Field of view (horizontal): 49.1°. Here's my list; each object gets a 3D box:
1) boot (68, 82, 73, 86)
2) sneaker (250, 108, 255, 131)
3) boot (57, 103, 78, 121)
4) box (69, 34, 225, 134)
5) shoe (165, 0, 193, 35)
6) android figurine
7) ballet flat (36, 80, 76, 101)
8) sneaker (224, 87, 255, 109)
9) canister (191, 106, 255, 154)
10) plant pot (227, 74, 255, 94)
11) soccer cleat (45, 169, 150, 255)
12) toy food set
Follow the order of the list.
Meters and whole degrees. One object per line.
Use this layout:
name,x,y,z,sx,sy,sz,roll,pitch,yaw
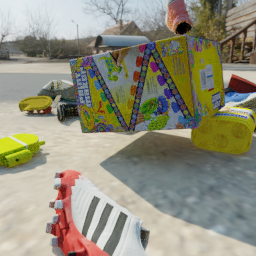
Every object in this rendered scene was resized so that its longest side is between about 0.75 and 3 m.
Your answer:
boot,-1.497,-2.195,14.923,2.326,1.149,2.996,8,24,40
sneaker,4.044,-0.404,9.088,1.874,0.711,0.850,-12,13,-43
boot,-2.011,-0.622,10.097,1.065,0.509,1.411,-1,16,-13
box,0.657,-1.062,6.940,2.785,1.764,2.892,-2,11,31
shoe,1.066,-2.173,5.880,0.470,0.598,1.316,-15,-9,10
android figurine,-2.758,0.489,6.506,1.488,0.336,1.634,14,24,43
ballet flat,-3.418,-1.930,13.857,2.928,0.932,0.987,10,19,32
sneaker,4.058,-1.052,9.946,2.247,0.862,1.250,-19,39,-2
canister,2.637,-0.041,7.508,1.422,0.829,1.915,8,17,27
plant pot,4.479,-1.265,11.063,1.227,1.393,1.392,18,21,16
soccer cleat,-0.337,1.205,3.337,1.055,0.849,2.476,9,10,-24
toy food set,-3.414,-0.805,10.919,1.566,0.512,0.921,-2,40,-1
